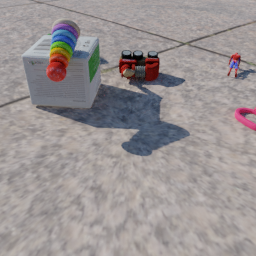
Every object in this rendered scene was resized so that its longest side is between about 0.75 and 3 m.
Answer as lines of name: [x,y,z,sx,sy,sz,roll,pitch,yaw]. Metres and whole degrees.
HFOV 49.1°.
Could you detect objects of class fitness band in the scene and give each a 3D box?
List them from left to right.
fitness band: [3.946,-0.297,8.716,0.919,0.240,1.280,-20,39,-22]

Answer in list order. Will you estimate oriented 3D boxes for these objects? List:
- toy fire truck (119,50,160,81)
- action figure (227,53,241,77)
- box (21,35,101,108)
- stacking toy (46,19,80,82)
toy fire truck: [0.418,-2.289,10.893,1.630,1.191,1.852,3,46,3]
action figure: [4.467,-2.589,11.855,0.453,0.688,1.389,15,60,15]
box: [-2.145,-1.988,9.699,2.118,1.814,2.107,4,36,4]
stacking toy: [-1.913,-2.148,8.021,0.844,0.844,1.977,2,62,4]
